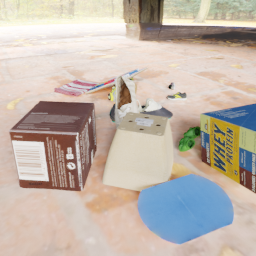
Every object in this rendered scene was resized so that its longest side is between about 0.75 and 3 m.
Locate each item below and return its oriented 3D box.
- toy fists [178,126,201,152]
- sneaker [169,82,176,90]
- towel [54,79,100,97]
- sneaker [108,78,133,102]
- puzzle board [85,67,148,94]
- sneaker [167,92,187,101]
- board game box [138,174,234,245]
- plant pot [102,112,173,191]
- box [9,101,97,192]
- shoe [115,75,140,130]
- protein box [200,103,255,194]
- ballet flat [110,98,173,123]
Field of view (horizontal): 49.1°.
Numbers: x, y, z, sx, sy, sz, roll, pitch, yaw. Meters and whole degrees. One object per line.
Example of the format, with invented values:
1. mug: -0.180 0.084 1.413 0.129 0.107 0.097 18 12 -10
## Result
1. toy fists: 2.072 0.374 9.580 0.374 0.554 1.087 39 59 -7
2. sneaker: 2.422 -2.346 15.600 0.353 0.297 0.806 4 31 -5
3. towel: -2.776 -2.270 15.517 1.600 0.253 2.222 14 29 24
4. sneaker: -0.304 -2.011 14.231 0.946 0.934 2.477 6 25 12
5. puzzle board: -0.601 -2.563 14.777 2.909 0.253 2.192 -13 17 33
6. sneaker: 2.453 -1.621 13.997 0.995 0.421 0.371 3 26 6
7. board game box: 1.364 1.994 6.737 2.228 0.434 1.761 -15 34 -17
8. plant pot: 0.400 0.580 8.081 1.857 1.646 1.859 9 28 11
9. box: -2.027 0.429 8.247 1.824 1.843 2.221 2 26 4
10. shoe: -0.131 -0.811 10.280 1.019 0.778 2.916 -21 47 21
11. protein box: 3.763 0.377 7.999 2.400 1.631 2.418 -11 16 -16
12. ballet flat: 0.589 -0.770 11.706 2.730 0.997 0.997 -4 27 -8
